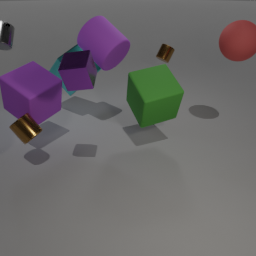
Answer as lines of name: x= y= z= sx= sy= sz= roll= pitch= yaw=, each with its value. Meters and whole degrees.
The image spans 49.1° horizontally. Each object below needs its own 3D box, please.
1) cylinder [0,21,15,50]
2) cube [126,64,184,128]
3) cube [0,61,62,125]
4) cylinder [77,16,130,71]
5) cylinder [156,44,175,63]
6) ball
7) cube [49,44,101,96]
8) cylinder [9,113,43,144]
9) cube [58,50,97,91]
cylinder: x=-4.021 y=-2.932 z=8.916 sx=0.700 sy=0.700 sz=0.700 roll=4 pitch=-7 yaw=0
cube: x=0.861 y=-1.092 z=9.564 sx=1.400 sy=1.400 sz=1.400 roll=-16 pitch=57 yaw=-15
cube: x=-3.212 y=-1.122 z=9.409 sx=1.400 sy=1.400 sz=1.400 roll=34 pitch=48 yaw=16
cylinder: x=-0.878 y=-3.054 z=10.155 sx=1.400 sy=1.400 sz=1.400 roll=46 pitch=44 yaw=11
cylinder: x=1.829 y=-3.667 z=13.763 sx=0.700 sy=0.700 sz=0.700 roll=26 pitch=6 yaw=-3
ball: x=3.944 y=-3.072 z=9.904 sx=1.400 sy=1.400 sz=1.400 roll=0 pitch=28 yaw=0
cube: x=-2.250 y=-2.485 z=11.948 sx=1.400 sy=1.400 sz=1.400 roll=-47 pitch=13 yaw=-31
cylinder: x=-3.088 y=0.017 z=8.497 sx=0.700 sy=0.700 sz=0.700 roll=-36 pitch=12 yaw=9
cube: x=-1.231 y=-1.426 z=6.994 sx=0.700 sy=0.700 sz=0.700 roll=-4 pitch=49 yaw=11
